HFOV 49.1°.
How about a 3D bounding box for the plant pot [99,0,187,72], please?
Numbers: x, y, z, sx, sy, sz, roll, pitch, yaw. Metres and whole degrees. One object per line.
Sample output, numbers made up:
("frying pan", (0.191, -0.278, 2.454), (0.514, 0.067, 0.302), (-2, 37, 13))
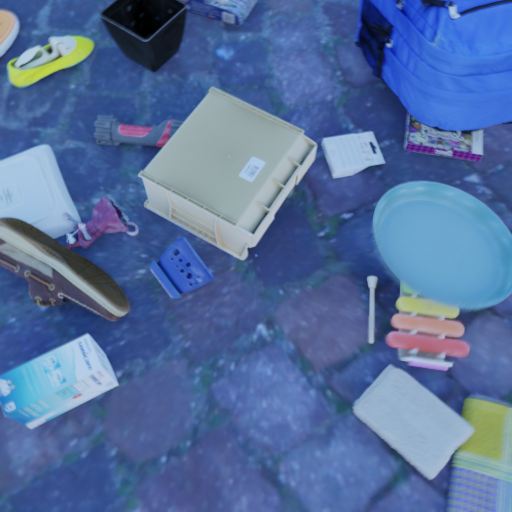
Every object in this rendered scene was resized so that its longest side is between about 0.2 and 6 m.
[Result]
("plant pot", (-2.437, -5.052, 12.628), (1.393, 1.239, 1.396), (33, 69, 15))

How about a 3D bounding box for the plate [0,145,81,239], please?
("plate", (-4.933, -1.092, 11.153), (2.286, 0.369, 2.281), (-24, 67, -11))

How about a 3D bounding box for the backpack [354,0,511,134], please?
("backpack", (3.967, -4.606, 11.081), (3.273, 3.380, 4.028), (-15, 56, -2))

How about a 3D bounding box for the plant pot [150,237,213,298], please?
("plant pot", (-1.391, 0.257, 10.077), (0.823, 0.915, 0.915), (-36, 97, -9))

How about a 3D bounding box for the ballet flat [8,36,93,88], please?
("ballet flat", (-4.653, -4.526, 12.665), (2.084, 0.698, 0.696), (-34, 69, -16))

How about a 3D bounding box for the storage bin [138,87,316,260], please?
("storage bin", (-0.510, -1.625, 10.967), (2.533, 1.196, 2.552), (29, 67, 13))

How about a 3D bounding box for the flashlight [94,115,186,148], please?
("flashlight", (-2.401, -2.636, 11.760), (1.922, 0.653, 0.651), (8, 62, 3))

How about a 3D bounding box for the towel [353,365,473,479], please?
("towel", (2.537, 2.694, 9.238), (1.117, 0.291, 1.686), (-42, 64, -15))

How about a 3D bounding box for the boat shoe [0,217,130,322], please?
("boat shoe", (-3.653, 0.447, 10.171), (2.908, 1.049, 1.047), (33, 98, 4))

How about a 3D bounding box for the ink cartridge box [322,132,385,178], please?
("ink cartridge box", (2.021, -2.132, 11.745), (1.099, 0.275, 0.885), (-10, 64, -9))

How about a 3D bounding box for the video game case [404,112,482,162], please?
("video game case", (4.030, -2.752, 12.007), (1.579, 0.283, 1.432), (11, 61, 6))

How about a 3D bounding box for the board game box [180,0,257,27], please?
("board game box", (-0.874, -6.730, 13.817), (1.905, 0.587, 1.904), (21, 66, 10))

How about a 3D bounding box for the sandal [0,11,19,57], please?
("sandal", (-6.615, -4.537, 12.496), (1.338, 1.001, 3.493), (15, 65, 7))

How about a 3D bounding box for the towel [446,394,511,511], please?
("towel", (4.088, 3.740, 8.750), (2.075, 0.329, 2.890), (17, 65, 10))

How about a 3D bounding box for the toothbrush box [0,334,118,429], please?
("toothbrush box", (-3.214, 2.063, 9.141), (1.593, 1.166, 0.679), (-26, 66, -14))

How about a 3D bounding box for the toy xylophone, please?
("toy xylophone", (2.815, 0.994, 9.974), (1.608, 0.552, 2.197), (1, 64, -3))

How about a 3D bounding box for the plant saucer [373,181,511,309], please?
("plant saucer", (3.382, -0.193, 10.132), (2.777, 0.380, 2.777), (6, 55, -9))

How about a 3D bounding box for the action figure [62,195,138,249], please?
("action figure", (-3.126, -0.520, 10.826), (1.320, 0.983, 0.884), (-41, 42, 2))
